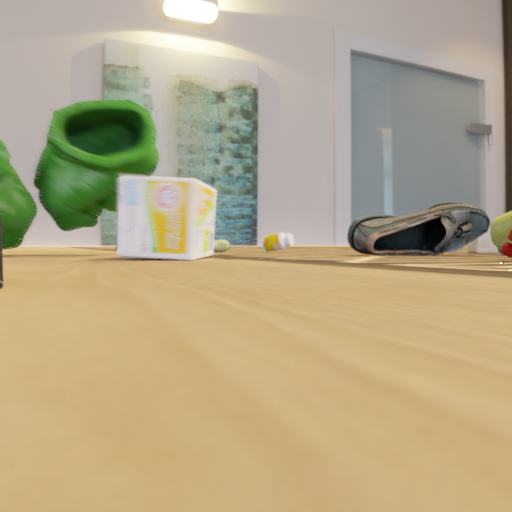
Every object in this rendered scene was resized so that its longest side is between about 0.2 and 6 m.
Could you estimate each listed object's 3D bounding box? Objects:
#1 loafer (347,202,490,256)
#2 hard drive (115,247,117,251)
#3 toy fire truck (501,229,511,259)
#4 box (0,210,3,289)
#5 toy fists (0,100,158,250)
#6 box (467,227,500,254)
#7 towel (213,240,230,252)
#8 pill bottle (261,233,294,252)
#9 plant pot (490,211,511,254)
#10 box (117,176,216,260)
[{"bbox_3d":[2.852,-0.332,9.427,2.550,0.916,0.802,-8,19,-10],"label":"loafer"},{"bbox_3d":[-3.187,-0.180,14.696,0.834,0.137,0.582,-1,2,-34],"label":"hard drive"},{"bbox_3d":[3.352,-0.168,6.294,1.056,0.592,0.887,-3,21,-44],"label":"toy fire truck"},{"bbox_3d":[-1.643,-0.176,1.994,0.786,0.682,1.189,0,1,20],"label":"box"},{"bbox_3d":[-3.590,-1.114,8.952,4.288,1.475,2.186,-20,-10,-28],"label":"toy fists"},{"bbox_3d":[4.833,-0.335,11.683,0.672,0.575,0.668,2,1,4],"label":"box"},{"bbox_3d":[-1.563,-0.235,13.667,1.619,0.295,1.201,1,3,43],"label":"towel"},{"bbox_3d":[0.486,-0.314,12.420,0.659,0.366,0.366,-9,-3,29],"label":"pill bottle"},{"bbox_3d":[4.741,-0.446,9.811,1.094,1.094,1.006,-1,-10,-36],"label":"plant pot"},{"bbox_3d":[-1.125,-0.487,7.482,0.923,1.024,1.821,3,3,4],"label":"box"}]
